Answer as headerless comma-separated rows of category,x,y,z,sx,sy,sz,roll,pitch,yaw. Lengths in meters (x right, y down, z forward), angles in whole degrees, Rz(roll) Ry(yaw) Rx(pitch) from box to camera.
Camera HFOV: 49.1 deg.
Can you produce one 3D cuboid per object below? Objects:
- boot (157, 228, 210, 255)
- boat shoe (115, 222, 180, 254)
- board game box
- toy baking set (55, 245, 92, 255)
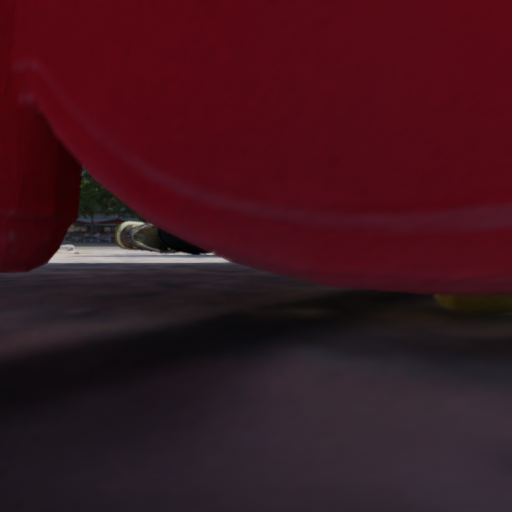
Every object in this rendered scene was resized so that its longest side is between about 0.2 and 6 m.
boot,-0.499,-0.414,8.320,2.109,0.805,1.772,6,-3,-2
boat shoe,-1.721,-0.337,10.987,2.017,0.738,0.654,-7,14,-38
board game box,0.700,-0.416,1.519,5.990,1.166,4.733,6,-4,-8
toy baking set,-3.984,-0.133,9.918,1.896,0.221,1.455,0,1,8
